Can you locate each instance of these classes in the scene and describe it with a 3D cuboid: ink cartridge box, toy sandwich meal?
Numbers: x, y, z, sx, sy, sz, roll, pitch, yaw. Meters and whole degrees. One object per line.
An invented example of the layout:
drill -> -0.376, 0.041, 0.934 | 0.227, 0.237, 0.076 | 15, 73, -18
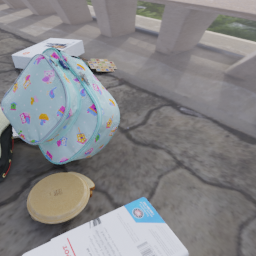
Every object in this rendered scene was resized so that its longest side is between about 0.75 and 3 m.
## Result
ink cartridge box -> -0.424, 2.627, 5.345 | 2.711, 0.904, 1.570 | -18, 40, -24
toy sandwich meal -> -1.653, 1.738, 6.939 | 1.668, 0.571, 1.668 | -2, 39, 1

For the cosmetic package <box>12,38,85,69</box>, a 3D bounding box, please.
cosmetic package -> -3.964, -3.767, 14.208 | 2.197, 0.753, 2.913 | 11, 37, 27

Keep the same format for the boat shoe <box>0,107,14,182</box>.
boat shoe -> -3.992, 0.400, 8.349 | 1.081, 0.926, 2.956 | -10, 40, -9

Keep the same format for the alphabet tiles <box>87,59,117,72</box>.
alphabet tiles -> -1.252, -3.071, 13.667 | 1.341, 0.042, 1.116 | -5, 45, -25

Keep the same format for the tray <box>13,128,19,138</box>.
tray -> -3.636, 0.022, 9.543 | 1.988, 0.220, 1.067 | -9, 38, -12

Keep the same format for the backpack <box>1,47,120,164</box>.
backpack -> -1.812, -0.488, 7.825 | 2.911, 2.559, 2.232 | 47, 17, 10

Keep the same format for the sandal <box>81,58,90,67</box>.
sandal -> -2.360, -3.255, 13.879 | 1.488, 0.425, 0.591 | 4, 32, 9
